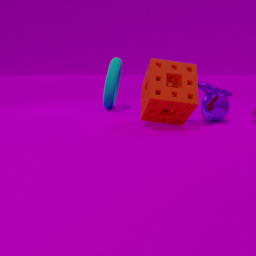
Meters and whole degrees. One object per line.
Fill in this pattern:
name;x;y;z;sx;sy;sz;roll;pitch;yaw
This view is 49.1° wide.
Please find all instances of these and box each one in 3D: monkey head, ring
monkey head;2.475;-0.772;8.395;1.204;1.009;1.674;30;20;16
ring;-0.590;-1.719;10.910;0.403;2.014;2.014;11;12;0

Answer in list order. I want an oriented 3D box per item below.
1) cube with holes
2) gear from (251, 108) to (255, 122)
cube with holes;1.062;-0.925;7.474;1.209;1.209;1.209;7;-25;-6
gear;4.402;-0.669;8.000;1.669;0.309;1.669;-30;1;1
